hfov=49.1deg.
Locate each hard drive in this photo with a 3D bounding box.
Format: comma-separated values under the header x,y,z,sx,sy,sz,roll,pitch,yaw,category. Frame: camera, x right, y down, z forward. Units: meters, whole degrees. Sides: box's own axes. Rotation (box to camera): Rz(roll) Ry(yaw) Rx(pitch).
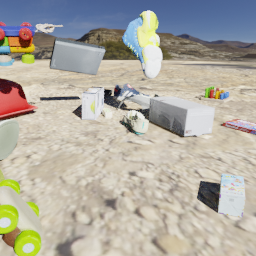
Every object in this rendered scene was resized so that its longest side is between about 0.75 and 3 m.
x,y,z,sx,sy,sz,roll,pitch,yaw,category
-2.228,-3.062,12.181,2.127,1.484,0.350,4,51,-24,hard drive

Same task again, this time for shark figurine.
x,y,z,sx,sy,sz,roll,pitch,yaw,category
0.571,-0.961,12.122,2.373,0.990,1.418,13,-13,16,shark figurine

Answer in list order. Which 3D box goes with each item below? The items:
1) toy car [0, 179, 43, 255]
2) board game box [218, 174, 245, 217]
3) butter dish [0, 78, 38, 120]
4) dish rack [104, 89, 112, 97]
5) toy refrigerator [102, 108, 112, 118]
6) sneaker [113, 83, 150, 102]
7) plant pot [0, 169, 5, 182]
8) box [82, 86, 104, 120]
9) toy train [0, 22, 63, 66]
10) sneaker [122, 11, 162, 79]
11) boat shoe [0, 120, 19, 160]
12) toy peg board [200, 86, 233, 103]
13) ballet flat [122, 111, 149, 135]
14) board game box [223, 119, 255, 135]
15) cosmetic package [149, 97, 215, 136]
x,y,z,sx,sy,sz,roll,pitch,yaw,category
-2.051,1.579,4.141,1.305,1.030,1.072,-34,21,-9,toy car
1.987,1.274,5.387,0.435,0.427,0.829,6,18,19,board game box
-5.602,-1.462,11.689,2.640,1.951,2.633,10,19,31,butter dish
-1.609,-1.968,16.054,1.028,0.366,1.340,9,19,29,dish rack
-0.889,-0.651,11.928,0.285,0.263,0.751,-4,18,-14,toy refrigerator
0.175,-1.927,14.986,2.140,0.904,0.802,7,18,21,sneaker
-3.007,1.080,4.390,1.738,1.738,1.858,13,6,36,plant pot
-1.473,-1.097,11.982,0.573,1.112,1.907,4,16,5,box
-3.327,-2.761,9.386,2.292,1.326,0.970,-5,33,-15,toy train
0.529,-3.212,11.292,1.459,2.778,1.052,-7,-15,37,sneaker
-3.672,0.458,6.980,0.883,1.045,2.933,5,20,3,boat shoe
4.832,-1.857,15.192,1.323,0.650,1.329,12,21,36,toy peg board
0.272,-0.315,10.215,0.666,0.666,1.918,-6,18,-18,ballet flat
4.431,-0.013,10.019,0.921,0.174,1.789,-11,20,-35,board game box
1.856,-0.484,10.144,1.238,1.045,2.317,-6,15,-29,cosmetic package
